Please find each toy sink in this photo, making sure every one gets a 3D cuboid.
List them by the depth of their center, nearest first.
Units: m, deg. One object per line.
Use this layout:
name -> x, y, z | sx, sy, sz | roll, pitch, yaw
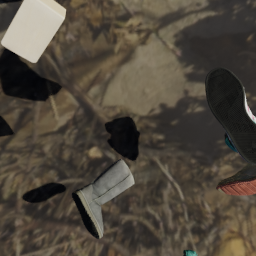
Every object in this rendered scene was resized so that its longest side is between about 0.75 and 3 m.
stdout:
toy sink -> -2.040, -2.222, 6.084 | 0.824, 0.709, 1.265 | 28, 119, -28

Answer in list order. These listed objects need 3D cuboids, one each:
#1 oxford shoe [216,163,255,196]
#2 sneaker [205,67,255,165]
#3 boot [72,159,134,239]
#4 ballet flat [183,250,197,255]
oxford shoe -> 2.865, 1.112, 6.492 | 0.611, 1.725, 0.637 | 40, 42, -32
sneaker -> 1.977, -0.193, 5.085 | 0.742, 1.072, 1.776 | -25, 77, 15
boot -> -0.383, 1.392, 5.614 | 1.269, 0.460, 1.153 | -28, 104, -41
ballet flat -> 1.146, 2.980, 5.736 | 0.358, 0.342, 1.016 | 17, 47, 11
